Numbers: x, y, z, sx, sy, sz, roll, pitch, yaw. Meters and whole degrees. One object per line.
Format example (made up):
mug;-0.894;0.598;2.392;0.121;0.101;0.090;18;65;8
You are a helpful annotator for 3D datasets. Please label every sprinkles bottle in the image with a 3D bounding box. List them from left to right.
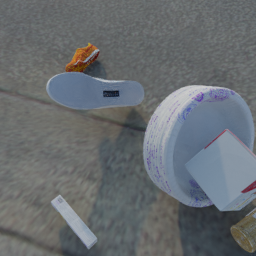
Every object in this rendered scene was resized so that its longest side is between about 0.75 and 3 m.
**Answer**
sprinkles bottle;3.375;2.073;6.607;1.990;0.679;0.679;-30;57;-16

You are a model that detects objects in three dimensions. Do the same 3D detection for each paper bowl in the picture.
paper bowl;1.609;0.355;6.863;2.800;2.800;1.456;-30;26;-21

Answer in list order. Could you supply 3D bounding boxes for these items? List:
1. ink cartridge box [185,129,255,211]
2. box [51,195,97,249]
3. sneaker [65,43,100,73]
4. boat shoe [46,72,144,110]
ink cartridge box;2.232;0.955;5.951;1.167;1.606;1.162;-46;58;15
box;-1.291;2.213;6.653;0.296;0.277;1.430;-38;67;-25
sneaker;-1.776;-2.522;10.312;0.692;0.655;1.795;35;48;5
boat shoe;-1.004;-1.081;8.491;2.950;1.030;1.046;-3;93;-27
